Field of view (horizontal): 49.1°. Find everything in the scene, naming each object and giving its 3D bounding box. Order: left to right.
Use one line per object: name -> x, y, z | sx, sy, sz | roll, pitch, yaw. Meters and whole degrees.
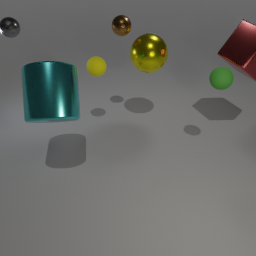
ball -> -4.200, -3.575, 9.962 | 0.700, 0.700, 0.700 | 0, 33, 0
cylinder -> -1.982, -0.873, 7.263 | 1.400, 1.400, 1.400 | -4, -1, 0
ball -> -1.117, -2.180, 9.932 | 0.700, 0.700, 0.700 | 0, 33, 0
ball -> -0.228, -3.570, 9.783 | 0.700, 0.700, 0.700 | 0, 33, 0
ball -> 0.762, -2.716, 10.212 | 1.400, 1.400, 1.400 | 0, 33, 0
ball -> 2.832, -1.505, 8.489 | 0.700, 0.700, 0.700 | 0, 33, 0
cube -> 4.344, -2.633, 9.792 | 1.400, 1.400, 1.400 | 22, 22, -37
